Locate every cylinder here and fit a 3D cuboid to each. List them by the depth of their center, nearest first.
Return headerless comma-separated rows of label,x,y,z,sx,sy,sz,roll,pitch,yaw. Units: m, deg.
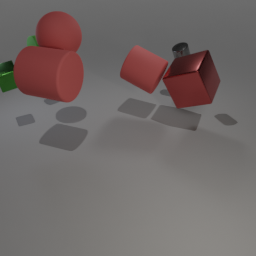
cylinder,-2.178,-1.513,7.859,1.400,1.400,1.400,12,33,17
cylinder,-3.350,-3.173,10.646,0.700,0.700,0.700,24,35,34
cylinder,0.621,-2.252,10.845,1.400,1.400,1.400,30,37,7
cylinder,2.319,-3.204,12.083,0.700,0.700,0.700,-16,42,15

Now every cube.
cube,-4.162,-1.780,9.651,0.700,0.700,0.700,-24,52,-19
cube,2.328,-1.737,10.157,1.400,1.400,1.400,-6,39,39

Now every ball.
ball,-2.141,-2.871,8.695,1.400,1.400,1.400,0,31,0
